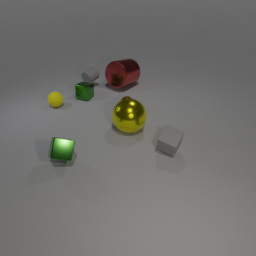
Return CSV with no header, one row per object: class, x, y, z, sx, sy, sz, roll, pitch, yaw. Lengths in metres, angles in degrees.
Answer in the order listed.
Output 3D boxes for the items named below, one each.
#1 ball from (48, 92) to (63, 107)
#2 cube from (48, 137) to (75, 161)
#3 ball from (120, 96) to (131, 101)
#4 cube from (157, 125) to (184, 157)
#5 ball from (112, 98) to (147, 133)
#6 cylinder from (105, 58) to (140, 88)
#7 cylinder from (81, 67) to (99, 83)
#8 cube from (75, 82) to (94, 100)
ball,-3.410,-1.350,13.158,0.700,0.700,0.700,0,31,0
cube,-2.245,0.703,9.427,0.700,0.700,0.700,11,-5,-21
ball,-0.037,-1.103,12.817,0.700,0.700,0.700,0,31,0
cube,1.483,0.449,9.884,0.700,0.700,0.700,25,62,16
ball,0.055,-0.489,11.204,1.400,1.400,1.400,0,31,0
cylinder,-0.271,-2.946,15.011,1.400,1.400,1.400,20,28,29
cylinder,-2.022,-2.825,15.060,0.700,0.700,0.700,22,45,31
cube,-2.164,-1.865,14.029,0.700,0.700,0.700,11,26,18
